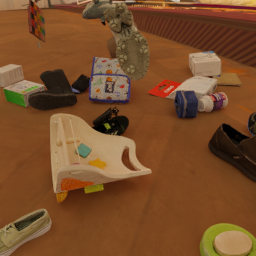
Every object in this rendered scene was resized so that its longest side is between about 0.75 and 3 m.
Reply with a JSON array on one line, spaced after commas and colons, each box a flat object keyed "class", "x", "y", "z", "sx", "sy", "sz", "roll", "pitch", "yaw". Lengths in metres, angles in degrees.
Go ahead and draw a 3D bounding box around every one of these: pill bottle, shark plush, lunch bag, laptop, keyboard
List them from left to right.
[{"class": "laptop", "x": -2.541, "y": -2.210, "z": 13.657, "sx": 1.327, "sy": 0.685, "sz": 1.176, "roll": -50, "pitch": 48, "yaw": -9}, {"class": "shark plush", "x": -0.808, "y": -4.491, "z": 11.194, "sx": 2.269, "sy": 0.945, "sz": 1.031, "roll": 30, "pitch": 3, "yaw": 15}, {"class": "keyboard", "x": -0.684, "y": -0.304, "z": 9.663, "sx": 1.037, "sy": 0.395, "sz": 1.992, "roll": -39, "pitch": 1, "yaw": -4}, {"class": "lunch bag", "x": -0.774, "y": -2.128, "z": 12.789, "sx": 1.874, "sy": 1.365, "sz": 2.204, "roll": 3, "pitch": 59, "yaw": 1}, {"class": "lunch bag", "x": 2.283, "y": -0.945, "z": 11.298, "sx": 0.848, "sy": 0.871, "sz": 1.282, "roll": 0, "pitch": 31, "yaw": 1}, {"class": "pill bottle", "x": 3.474, "y": -1.058, "z": 11.683, "sx": 1.241, "sy": 0.691, "sz": 0.691, "roll": -15, "pitch": 33, "yaw": -25}]

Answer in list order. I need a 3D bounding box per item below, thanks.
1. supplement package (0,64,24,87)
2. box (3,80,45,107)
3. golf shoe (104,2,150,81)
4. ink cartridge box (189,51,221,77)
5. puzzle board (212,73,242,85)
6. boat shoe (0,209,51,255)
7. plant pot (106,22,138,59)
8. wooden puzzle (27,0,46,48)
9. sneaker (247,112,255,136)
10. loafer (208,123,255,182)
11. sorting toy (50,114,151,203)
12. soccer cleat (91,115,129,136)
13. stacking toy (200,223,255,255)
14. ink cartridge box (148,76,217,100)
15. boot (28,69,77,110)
[{"class": "supplement package", "x": -6.238, "y": -2.740, "z": 14.568, "sx": 0.790, "sy": 0.760, "sz": 1.389, "roll": 13, "pitch": 32, "yaw": 22}, {"class": "box", "x": -4.622, "y": -1.564, "z": 12.622, "sx": 1.373, "sy": 0.664, "sz": 1.212, "roll": 17, "pitch": 36, "yaw": 29}, {"class": "golf shoe", "x": 0.098, "y": -2.772, "z": 9.459, "sx": 1.095, "sy": 2.796, "sz": 1.360, "roll": -17, "pitch": -14, "yaw": 7}, {"class": "ink cartridge box", "x": 4.337, "y": -3.649, "z": 15.929, "sx": 1.470, "sy": 0.849, "sz": 2.013, "roll": -6, "pitch": 28, "yaw": 5}, {"class": "puzzle board", "x": 5.231, "y": -2.621, "z": 15.000, "sx": 1.337, "sy": 0.154, "sz": 1.774, "roll": 3, "pitch": 29, "yaw": 8}, {"class": "boat shoe", "x": -2.468, "y": 2.256, "z": 6.003, "sx": 1.670, "sy": 0.518, "sz": 0.601, "roll": -24, "pitch": 37, "yaw": -35}, {"class": "plant pot", "x": -0.187, "y": -5.204, "z": 17.739, "sx": 2.090, "sy": 2.397, "sz": 2.397, "roll": -16, "pitch": 29, "yaw": 6}, {"class": "wooden puzzle", "x": -2.666, "y": -3.114, "z": 8.188, "sx": 0.109, "sy": 1.554, "sz": 0.922, "roll": -4, "pitch": -2, "yaw": 7}, {"class": "sneaker", "x": 4.659, "y": 0.040, "z": 9.482, "sx": 0.806, "sy": 0.942, "sz": 2.274, "roll": 7, "pitch": 30, "yaw": 8}, {"class": "loafer", "x": 3.637, "y": 0.725, "z": 8.157, "sx": 1.078, "sy": 1.053, "sz": 2.953, "roll": -23, "pitch": 37, "yaw": -34}, {"class": "sorting toy", "x": -0.777, "y": 0.847, "z": 7.773, "sx": 2.559, "sy": 1.519, "sz": 2.843, "roll": -1, "pitch": 27, "yaw": -18}, {"class": "soccer cleat", "x": -0.673, "y": 0.044, "z": 9.492, "sx": 2.059, "sy": 0.834, "sz": 0.695, "roll": -28, "pitch": 80, "yaw": -34}, {"class": "stacking toy", "x": 2.639, "y": 2.477, "z": 4.896, "sx": 2.638, "sy": 1.231, "sz": 2.914, "roll": 9, "pitch": 30, "yaw": 14}, {"class": "ink cartridge box", "x": 2.626, "y": -1.999, "z": 13.388, "sx": 2.722, "sy": 0.643, "sz": 2.179, "roll": 17, "pitch": 34, "yaw": 25}, {"class": "boot", "x": -3.565, "y": -1.839, "z": 12.521, "sx": 2.056, "sy": 0.819, "sz": 2.494, "roll": -3, "pitch": 41, "yaw": -28}]
